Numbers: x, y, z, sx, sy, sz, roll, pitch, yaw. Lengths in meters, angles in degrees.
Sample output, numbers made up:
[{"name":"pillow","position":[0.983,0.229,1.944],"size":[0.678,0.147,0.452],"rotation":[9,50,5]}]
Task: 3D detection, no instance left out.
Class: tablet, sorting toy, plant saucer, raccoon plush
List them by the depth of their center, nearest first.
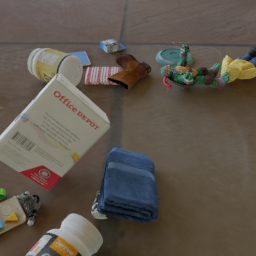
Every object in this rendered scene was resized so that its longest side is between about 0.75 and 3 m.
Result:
[{"name":"raccoon plush","position":[-2.623,2.015,7.136],"size":[0.579,0.418,0.864],"rotation":[-3,40,9]},{"name":"sorting toy","position":[-3.278,2.100,7.163],"size":[0.954,0.190,1.290],"rotation":[-26,47,-27]},{"name":"tablet","position":[-2.992,-3.196,13.356],"size":[2.205,0.151,1.435],"rotation":[-11,42,-14]},{"name":"plant saucer","position":[2.270,-3.460,13.597],"size":[1.815,0.249,1.815],"rotation":[1,41,0]}]

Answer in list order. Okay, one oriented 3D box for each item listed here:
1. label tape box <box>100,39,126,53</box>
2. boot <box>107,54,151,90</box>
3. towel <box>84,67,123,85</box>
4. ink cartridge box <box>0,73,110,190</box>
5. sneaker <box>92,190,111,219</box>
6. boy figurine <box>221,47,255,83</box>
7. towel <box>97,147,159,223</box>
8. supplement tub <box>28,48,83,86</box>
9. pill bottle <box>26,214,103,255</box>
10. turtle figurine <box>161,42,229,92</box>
[{"name":"label tape box","position":[-0.748,-4.275,14.445],"size":[1.126,0.372,0.807],"rotation":[-22,45,-22]},{"name":"boot","position":[-0.234,-2.412,12.124],"size":[1.858,0.676,1.974],"rotation":[33,48,17]},{"name":"towel","position":[-1.036,-2.260,12.229],"size":[1.645,0.246,1.204],"rotation":[0,43,1]},{"name":"ink cartridge box","position":[-1.950,0.110,7.294],"size":[2.479,1.830,1.062],"rotation":[-45,22,7]},{"name":"sneaker","position":[-0.228,1.840,7.188],"size":[1.347,0.538,0.877],"rotation":[-6,49,8]},{"name":"boy figurine","position":[4.876,-2.739,12.286],"size":[2.772,0.893,1.723],"rotation":[-26,50,-31]},{"name":"towel","position":[0.047,1.372,7.161],"size":[1.404,0.610,2.514],"rotation":[15,21,-5]},{"name":"supplement tub","position":[-3.012,-2.490,11.574],"size":[1.929,1.393,1.393],"rotation":[21,45,22]},{"name":"pill bottle","position":[-1.487,2.812,5.564],"size":[1.208,1.208,2.076],"rotation":[22,45,23]},{"name":"turtle figurine","position":[2.455,-2.329,11.355],"size":[2.953,1.487,2.211],"rotation":[7,54,-15]}]
